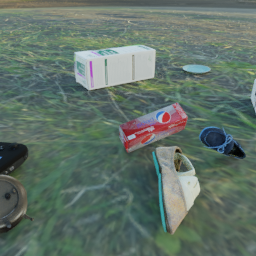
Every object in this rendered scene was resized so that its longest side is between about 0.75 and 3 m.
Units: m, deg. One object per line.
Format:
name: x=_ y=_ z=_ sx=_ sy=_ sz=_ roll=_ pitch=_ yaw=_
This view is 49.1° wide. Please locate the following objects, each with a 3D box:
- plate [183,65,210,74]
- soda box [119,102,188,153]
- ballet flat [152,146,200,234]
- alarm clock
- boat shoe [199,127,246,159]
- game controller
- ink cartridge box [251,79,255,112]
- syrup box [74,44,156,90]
plate: x=2.860 y=-2.437 z=11.723 sx=1.134 sy=0.145 sz=1.134 roll=-1 pitch=28 yaw=0
soda box: x=0.561 y=-0.014 z=6.230 sx=1.489 sy=0.521 sz=0.472 roll=-21 pitch=58 yaw=-14
ballet flat: x=0.817 y=0.874 z=4.724 sx=0.685 sy=0.693 sz=2.037 roll=-10 pitch=28 yaw=6
alarm clock: x=-2.043 y=1.039 z=4.273 sx=0.840 sy=0.415 sz=1.246 roll=-26 pitch=66 yaw=-30
boat shoe: x=1.961 y=0.297 z=5.600 sx=1.214 sy=0.511 sz=0.417 roll=16 pitch=18 yaw=-30
game controller: x=-2.964 y=0.920 z=4.878 sx=1.326 sy=0.535 sz=2.542 roll=11 pitch=29 yaw=20
ink cartridge box: x=4.296 y=-0.824 z=8.037 sx=1.180 sy=0.681 sz=1.626 roll=7 pitch=28 yaw=13
syrup box: x=-0.461 y=-2.313 z=10.398 sx=2.843 sy=1.158 sz=1.119 roll=-15 pitch=30 yaw=-28
